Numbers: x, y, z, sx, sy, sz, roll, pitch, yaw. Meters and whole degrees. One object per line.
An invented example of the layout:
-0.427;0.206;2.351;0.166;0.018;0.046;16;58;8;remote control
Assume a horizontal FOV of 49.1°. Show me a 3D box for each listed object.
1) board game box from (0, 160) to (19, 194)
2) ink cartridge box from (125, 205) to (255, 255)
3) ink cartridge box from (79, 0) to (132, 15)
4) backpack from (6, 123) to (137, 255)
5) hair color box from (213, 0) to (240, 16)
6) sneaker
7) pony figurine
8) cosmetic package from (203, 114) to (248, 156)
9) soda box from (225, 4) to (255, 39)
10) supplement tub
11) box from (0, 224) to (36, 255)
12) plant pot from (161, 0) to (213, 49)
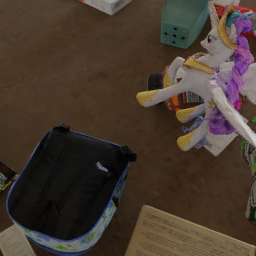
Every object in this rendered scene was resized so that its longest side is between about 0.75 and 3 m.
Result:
-4.152;1.124;7.722;2.118;0.248;1.110;31;63;19;board game box
1.150;3.112;5.901;2.536;0.952;2.089;18;58;12;ink cartridge box
-1.065;-6.226;12.544;2.616;0.618;2.094;33;62;19;ink cartridge box
-1.294;1.518;6.439;2.273;1.826;2.484;19;50;9;backpack
3.838;-5.252;11.949;1.600;0.490;0.812;24;59;15;hair color box
2.514;0.711;5.086;0.921;0.844;2.162;3;62;45;sneaker
1.759;-0.638;5.474;2.668;2.764;2.302;49;50;4;pony figurine
2.777;0.078;8.249;1.369;0.555;0.773;-35;63;-23;cosmetic package
4.850;-4.087;10.943;2.337;0.818;0.741;18;57;12;soda box
2.007;-1.267;8.420;2.757;1.474;1.474;-3;54;17;supplement tub
-2.492;2.848;6.394;0.548;0.448;1.153;-31;61;-19;box
2.134;-4.329;10.700;1.670;1.671;2.364;19;67;13;plant pot
